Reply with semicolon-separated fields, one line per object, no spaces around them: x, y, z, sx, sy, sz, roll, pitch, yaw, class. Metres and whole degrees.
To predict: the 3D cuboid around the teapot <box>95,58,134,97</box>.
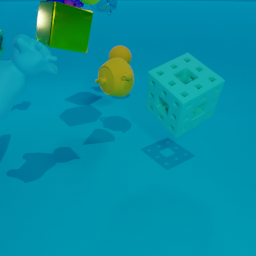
-0.341;-1.262;7.139;0.801;1.018;1.636;-19;14;-33;teapot

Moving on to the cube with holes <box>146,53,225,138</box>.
1.058;-0.642;5.489;0.997;0.997;0.997;-29;57;-20;cube with holes

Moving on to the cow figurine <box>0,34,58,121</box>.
-1.926;-0.772;4.549;1.500;0.837;1.525;-4;59;34;cow figurine

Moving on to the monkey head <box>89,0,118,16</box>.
-0.734;-4.140;8.422;1.002;1.196;1.663;28;-6;45;monkey head

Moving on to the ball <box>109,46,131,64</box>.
-0.267;-2.403;9.516;0.764;0.764;0.764;0;27;0;ball

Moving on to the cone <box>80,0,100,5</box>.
-0.889;-2.331;4.148;0.874;0.874;0.877;22;28;37;cone

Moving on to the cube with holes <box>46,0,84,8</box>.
-1.621;-3.700;7.182;0.908;0.908;0.908;40;45;5;cube with holes

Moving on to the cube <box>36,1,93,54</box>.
-1.527;-2.390;6.649;0.965;0.965;0.965;-1;21;-37;cube

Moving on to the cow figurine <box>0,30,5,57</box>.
-4.192;-2.302;7.722;1.420;1.397;0.780;30;-7;-19;cow figurine
